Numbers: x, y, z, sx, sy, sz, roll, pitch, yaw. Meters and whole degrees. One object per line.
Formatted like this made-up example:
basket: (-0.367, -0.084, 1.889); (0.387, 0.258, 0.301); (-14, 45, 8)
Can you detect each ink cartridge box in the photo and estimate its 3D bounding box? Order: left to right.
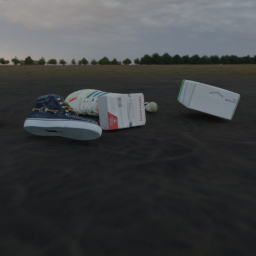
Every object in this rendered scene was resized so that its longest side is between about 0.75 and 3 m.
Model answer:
ink cartridge box: (-0.178, -0.495, 8.171); (1.309, 0.961, 0.543); (-8, 6, -37)
ink cartridge box: (2.683, -1.045, 9.705); (1.511, 0.910, 2.080); (15, 10, -3)

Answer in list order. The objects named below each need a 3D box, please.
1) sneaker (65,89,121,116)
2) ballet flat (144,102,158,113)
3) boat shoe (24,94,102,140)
sneaker: (-1.087, -0.877, 9.879); (2.660, 0.937, 1.244); (5, 7, 8)
ballet flat: (0.798, -0.784, 10.958); (0.390, 0.422, 1.251); (-17, 8, -12)
boat shoe: (-1.560, -0.322, 6.926); (2.154, 0.978, 0.762); (5, -24, 22)
